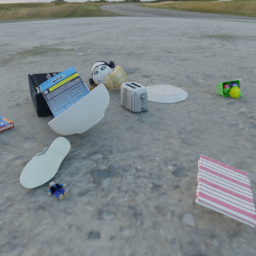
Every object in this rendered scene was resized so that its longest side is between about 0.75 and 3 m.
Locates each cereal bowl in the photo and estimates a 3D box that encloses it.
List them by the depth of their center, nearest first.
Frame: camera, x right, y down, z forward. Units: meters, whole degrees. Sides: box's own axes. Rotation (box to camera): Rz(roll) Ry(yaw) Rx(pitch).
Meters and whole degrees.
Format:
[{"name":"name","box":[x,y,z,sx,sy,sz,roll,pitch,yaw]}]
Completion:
[{"name":"cereal bowl","box":[-1.590,-0.511,9.988,2.377,0.990,2.377,-34,12,8]}]

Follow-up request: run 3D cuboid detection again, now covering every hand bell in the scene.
[{"name":"hand bell","box":[-1.302,-2.052,13.782,2.430,1.265,1.265,-27,35,-19]}]

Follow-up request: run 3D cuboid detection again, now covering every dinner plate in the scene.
[{"name":"dinner plate","box":[1.762,-1.788,13.861,2.389,0.290,2.389,1,28,-1]}]

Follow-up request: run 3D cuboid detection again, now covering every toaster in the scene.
[{"name":"toaster","box":[0.230,-1.370,12.207,0.899,1.022,1.582,-15,31,-29]}]

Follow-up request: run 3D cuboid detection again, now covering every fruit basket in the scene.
[{"name":"fruit basket","box":[5.037,-1.870,13.543,1.149,0.829,1.149,-6,11,1]}]

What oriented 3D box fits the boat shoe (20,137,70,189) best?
[{"name":"boat shoe","box":[-2.437,1.064,8.173,0.643,0.757,2.080,-35,14,37]}]

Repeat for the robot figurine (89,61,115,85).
[{"name":"robot figurine","box":[-1.418,-2.978,15.127,1.160,1.397,1.859,8,25,-17]}]

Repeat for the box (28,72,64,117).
[{"name":"box","box":[-3.277,-1.624,12.571,2.016,1.126,2.856,-7,28,-22]}]

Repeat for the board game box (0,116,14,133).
[{"name":"board game box","box":[-5.925,-0.264,10.873,2.902,0.282,1.494,19,34,32]}]

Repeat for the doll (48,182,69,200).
[{"name":"doll","box":[-1.835,1.616,7.354,0.513,0.182,0.752,-30,33,-32]}]

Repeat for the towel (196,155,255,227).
[{"name":"towel","box":[2.314,1.452,6.764,1.379,0.282,1.884,22,32,4]}]

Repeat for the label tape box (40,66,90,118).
[{"name":"label tape box","box":[-2.189,-1.134,10.397,1.538,0.709,2.146,-32,55,-6]}]
